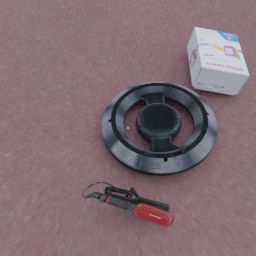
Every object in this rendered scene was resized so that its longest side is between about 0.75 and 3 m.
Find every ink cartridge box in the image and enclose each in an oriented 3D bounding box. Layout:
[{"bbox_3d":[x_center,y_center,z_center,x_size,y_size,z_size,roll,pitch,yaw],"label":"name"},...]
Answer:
[{"bbox_3d":[2.483,-1.914,7.926,1.333,0.781,1.845,8,53,-6],"label":"ink cartridge box"}]

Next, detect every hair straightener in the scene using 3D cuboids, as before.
[{"bbox_3d":[-0.005,1.487,5.674,1.871,0.383,0.720,15,14,-11],"label":"hair straightener"}]

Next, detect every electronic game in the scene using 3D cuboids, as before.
[{"bbox_3d":[0.751,-0.112,6.918,2.829,0.589,2.829,-1,53,2],"label":"electronic game"}]
